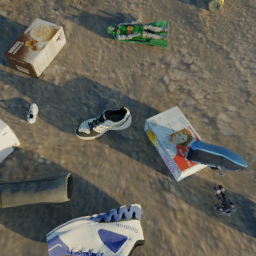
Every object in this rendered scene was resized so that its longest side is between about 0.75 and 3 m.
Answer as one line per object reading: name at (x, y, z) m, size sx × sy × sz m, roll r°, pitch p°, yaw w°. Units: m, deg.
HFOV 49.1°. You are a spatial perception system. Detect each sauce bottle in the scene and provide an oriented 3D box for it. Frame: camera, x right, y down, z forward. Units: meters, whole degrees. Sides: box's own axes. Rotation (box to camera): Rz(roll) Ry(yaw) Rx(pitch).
sauce bottle at (4.565, -6.769, 14.064) m, size 0.698 × 0.698 × 2.157 m, roll 17°, pitch 62°, yaw 10°

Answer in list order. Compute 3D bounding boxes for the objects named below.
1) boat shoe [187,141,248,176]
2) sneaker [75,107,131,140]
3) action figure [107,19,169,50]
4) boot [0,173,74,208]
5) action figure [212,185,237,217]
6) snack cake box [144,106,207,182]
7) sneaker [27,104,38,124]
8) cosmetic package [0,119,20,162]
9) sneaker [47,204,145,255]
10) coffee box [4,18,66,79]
boat shoe at (2.764, 0.967, 8.844) m, size 2.032 × 0.697 × 0.855 m, roll 21°, pitch 26°, yaw -11°
sneaker at (-0.930, -0.262, 10.156) m, size 2.125 × 0.932 × 0.804 m, roll -19°, pitch 63°, yaw -9°
action figure at (0.422, -4.353, 12.679) m, size 2.794 × 0.764 × 1.650 m, roll 3°, pitch 63°, yaw 6°
boot at (-3.209, 2.095, 8.243) m, size 2.898 × 1.052 × 2.635 m, roll 4°, pitch 21°, yaw 0°
action figure at (3.067, 2.361, 8.978) m, size 0.684 × 0.365 × 1.051 m, roll -8°, pitch 63°, yaw -13°
snack cake box at (1.721, 0.501, 9.792) m, size 1.329 × 0.776 × 2.311 m, roll -23°, pitch 63°, yaw -15°
sneaker at (-3.651, -0.595, 10.701) m, size 0.316 × 0.318 × 0.878 m, roll -3°, pitch 59°, yaw 0°
cosmetic package at (-4.960, 0.237, 9.496) m, size 1.759 × 1.450 × 1.451 m, roll 37°, pitch 67°, yaw 15°
sneaker at (-0.763, 3.357, 7.908) m, size 2.910 × 1.176 × 1.681 m, roll -15°, pitch 59°, yaw -10°
coffee box at (-3.897, -3.435, 11.974) m, size 1.355 × 0.944 × 2.369 m, roll 22°, pitch 62°, yaw 12°
